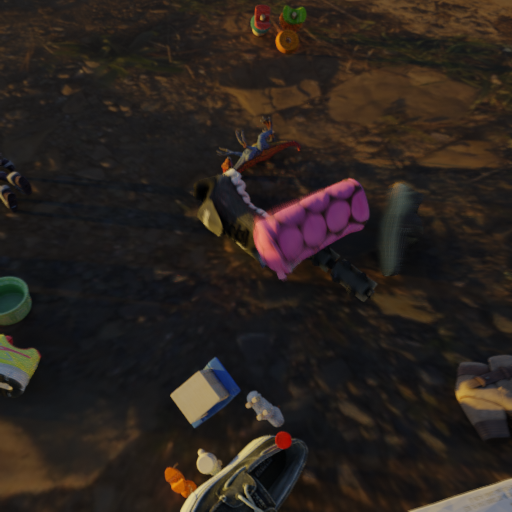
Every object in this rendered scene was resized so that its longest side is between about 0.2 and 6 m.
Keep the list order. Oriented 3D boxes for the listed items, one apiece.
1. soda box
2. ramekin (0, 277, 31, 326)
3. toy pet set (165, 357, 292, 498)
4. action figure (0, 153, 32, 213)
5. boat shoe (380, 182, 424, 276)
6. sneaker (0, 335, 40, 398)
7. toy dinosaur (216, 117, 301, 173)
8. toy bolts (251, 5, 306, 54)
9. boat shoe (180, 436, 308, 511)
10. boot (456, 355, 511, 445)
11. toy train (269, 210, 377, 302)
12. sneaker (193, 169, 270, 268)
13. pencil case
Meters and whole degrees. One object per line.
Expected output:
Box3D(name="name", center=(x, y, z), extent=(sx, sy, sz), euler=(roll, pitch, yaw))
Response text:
Box3D(name="soda box", center=(1.312, 3.841, 6.257), extent=(3.963, 1.350, 1.262), euler=(-13, 51, -11))
Box3D(name="ramekin", center=(-4.243, 0.787, 9.518), extent=(0.813, 0.397, 0.813), euler=(0, 49, 0))
Box3D(name="toy pet set", center=(-0.522, 2.406, 7.828), extent=(1.719, 0.913, 1.605), euler=(-40, 76, 5))
Box3D(name="action figure", center=(-5.334, -1.565, 11.472), extent=(1.663, 0.577, 1.082), euler=(31, 63, 28))
Box3D(name="boat shoe", center=(2.726, -0.516, 10.316), extent=(0.705, 0.796, 2.175), euler=(11, 54, 10))
Box3D(name="sneaker", center=(-4.235, 1.559, 8.742), extent=(1.873, 0.732, 0.846), euler=(18, 41, 10))
Box3D(name="toy dinosaur", center=(-0.036, -2.193, 11.917), extent=(1.666, 0.875, 1.512), euler=(24, 73, 4))
Box3D(name="toy bolts", center=(0.543, -6.175, 15.437), extent=(1.432, 0.993, 1.367), euler=(6, 89, -8))
Box3D(name="boat shoe", center=(-0.148, 2.947, 6.871), extent=(0.838, 0.824, 2.325), euler=(55, 40, -4))
Box3D(name="boot", center=(3.900, 2.098, 8.254), extent=(1.807, 0.635, 1.321), euler=(2, 48, 1))
Box3D(name="toy train", center=(1.153, -0.023, 10.026), extent=(0.446, 0.599, 2.614), euler=(-52, 54, 5))
Box3D(name="sneaker", center=(-0.451, -0.645, 10.337), extent=(1.152, 0.846, 2.546), euler=(-11, 48, -25))
Box3D(name="pencil case", center=(0.982, -0.490, 9.460), extent=(2.099, 0.953, 0.983), euler=(-29, 83, -20))
